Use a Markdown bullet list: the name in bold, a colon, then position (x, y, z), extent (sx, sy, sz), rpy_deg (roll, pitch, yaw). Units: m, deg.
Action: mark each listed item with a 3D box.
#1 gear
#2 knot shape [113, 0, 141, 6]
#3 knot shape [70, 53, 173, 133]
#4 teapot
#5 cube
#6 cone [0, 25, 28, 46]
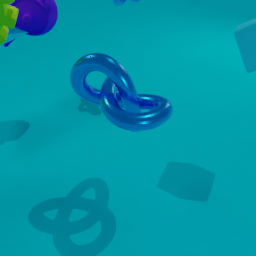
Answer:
- **gear**: position (-2.736, -2.067, 4.419), extent (1.835, 1.835, 0.339), rpy_deg (-4, 53, -4)
- **knot shape**: position (0.084, -3.682, 7.219), extent (1.096, 0.507, 1.026), rpy_deg (-14, 56, 42)
- **knot shape**: position (-0.198, -0.571, 4.654), extent (1.638, 0.809, 1.751), rpy_deg (34, 3, -17)
- **teapot**: position (-2.227, -2.557, 6.339), extent (1.822, 1.133, 0.892), rpy_deg (-38, 33, 24)
- **cube**: position (2.484, -1.595, 5.110), extent (0.797, 0.797, 0.797), rpy_deg (-16, 18, 32)
- **cone**: position (-2.673, -2.087, 6.035), extent (0.984, 0.980, 0.980), rpy_deg (-2, 41, -15)
